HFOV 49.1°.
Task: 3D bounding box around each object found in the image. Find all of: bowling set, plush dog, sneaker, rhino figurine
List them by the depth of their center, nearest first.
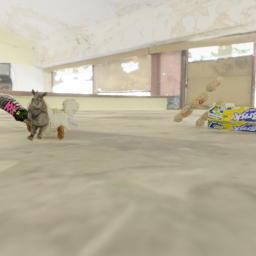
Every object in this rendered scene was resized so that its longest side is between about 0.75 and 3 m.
[{"bbox_3d":[-1.424,-0.241,4.400,0.316,0.461,1.055,15,-37,-4],"label":"rhino figurine"},{"bbox_3d":[-1.472,-0.089,5.483,1.027,0.824,0.882,-7,-12,-33],"label":"plush dog"},{"bbox_3d":[-2.535,-0.411,6.301,1.005,0.371,0.440,40,-1,-40],"label":"sneaker"},{"bbox_3d":[2.286,-0.480,7.903,0.951,1.232,1.771,-33,-15,-46],"label":"bowling set"}]

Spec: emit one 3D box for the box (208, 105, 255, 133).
[{"bbox_3d":[2.522,-0.208,6.479,1.287,0.451,0.414,5,-32,20],"label":"box"}]
